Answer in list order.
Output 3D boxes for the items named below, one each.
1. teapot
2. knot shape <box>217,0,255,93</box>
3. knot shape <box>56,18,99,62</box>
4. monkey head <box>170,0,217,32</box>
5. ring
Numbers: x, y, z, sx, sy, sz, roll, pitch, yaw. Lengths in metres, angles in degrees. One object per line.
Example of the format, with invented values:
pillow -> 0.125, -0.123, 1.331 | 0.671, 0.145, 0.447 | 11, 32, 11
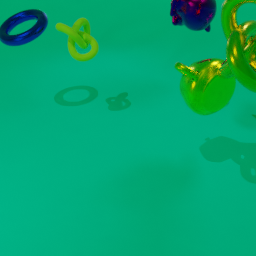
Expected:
teapot -> 1.682, -0.909, 6.062 | 1.976, 1.229, 0.968 | 23, 12, -40
knot shape -> 1.955, -1.352, 4.732 | 0.766, 1.659, 1.552 | 1, -2, 10
knot shape -> -1.366, -2.623, 8.023 | 0.606, 1.311, 1.227 | -28, 26, 36
monkey head -> 1.762, -3.315, 7.390 | 1.159, 1.924, 1.384 | 6, 78, 20
ring -> -3.065, -2.950, 8.184 | 1.536, 0.307, 1.536 | -8, 53, 10
